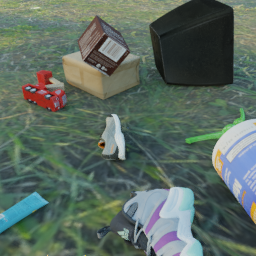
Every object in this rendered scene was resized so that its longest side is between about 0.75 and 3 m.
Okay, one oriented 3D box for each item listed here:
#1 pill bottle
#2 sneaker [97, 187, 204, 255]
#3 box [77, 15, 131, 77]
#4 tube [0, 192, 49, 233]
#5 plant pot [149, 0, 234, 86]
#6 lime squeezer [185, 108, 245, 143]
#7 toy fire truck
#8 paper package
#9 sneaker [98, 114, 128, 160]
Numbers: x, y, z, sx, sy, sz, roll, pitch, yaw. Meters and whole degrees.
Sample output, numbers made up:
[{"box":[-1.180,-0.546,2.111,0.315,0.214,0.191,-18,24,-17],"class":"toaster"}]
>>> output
[{"box":[2.996,1.228,5.303,1.645,1.645,2.936,-7,34,-11],"class":"pill bottle"},{"box":[0.307,2.002,4.865,1.785,0.992,2.552,2,24,5],"class":"sneaker"},{"box":[-0.813,-2.662,9.136,1.139,1.127,1.372,25,30,-37],"class":"box"},{"box":[-2.281,1.743,5.789,0.470,0.306,1.215,31,39,27],"class":"tube"},{"box":[2.411,-3.334,11.341,2.611,2.944,2.937,-14,35,-1],"class":"plant pot"},{"box":[3.043,0.018,8.356,2.794,0.527,0.987,-26,10,-32],"class":"lime squeezer"},{"box":[-2.915,-1.415,10.291,2.297,0.560,1.620,21,39,29],"class":"toy fire truck"},{"box":[-0.999,-2.306,11.076,2.293,1.186,2.185,27,42,36],"class":"paper package"},{"box":[-0.492,0.196,7.781,0.727,0.678,1.835,-9,34,-5],"class":"sneaker"}]
